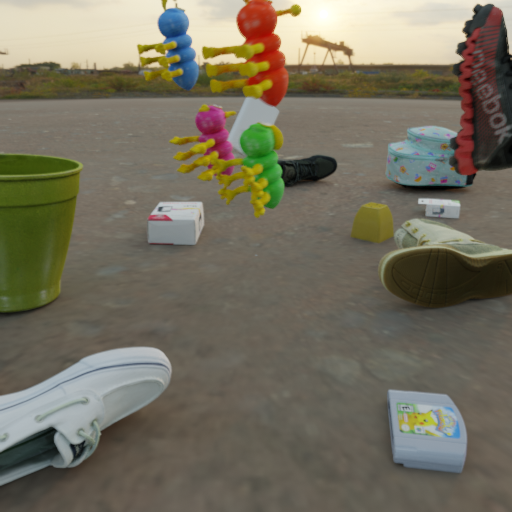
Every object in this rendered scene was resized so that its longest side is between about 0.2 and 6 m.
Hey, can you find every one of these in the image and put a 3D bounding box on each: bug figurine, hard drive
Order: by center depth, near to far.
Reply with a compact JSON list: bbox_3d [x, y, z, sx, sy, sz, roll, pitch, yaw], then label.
[{"bbox_3d":[-0.464,-2.150,7.698,0.947,2.854,3.681,-22,30,-23],"label":"bug figurine"},{"bbox_3d":[-0.078,-3.037,13.215,0.938,1.422,0.190,30,-10,-38],"label":"hard drive"}]

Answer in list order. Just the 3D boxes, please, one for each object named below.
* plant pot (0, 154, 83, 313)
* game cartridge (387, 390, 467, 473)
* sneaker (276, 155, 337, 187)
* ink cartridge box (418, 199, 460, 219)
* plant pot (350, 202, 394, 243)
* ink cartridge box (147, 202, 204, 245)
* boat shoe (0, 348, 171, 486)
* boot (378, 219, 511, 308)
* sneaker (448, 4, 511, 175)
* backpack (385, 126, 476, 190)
[{"bbox_3d":[-3.651,-0.339,8.264,2.138,2.059,2.138,3,16,-1],"label":"plant pot"},{"bbox_3d":[1.679,1.687,5.519,0.710,0.215,1.065,6,21,7],"label":"game cartridge"},{"bbox_3d":[1.316,-2.407,16.015,2.054,0.785,1.176,-2,21,3],"label":"sneaker"},{"bbox_3d":[4.243,-1.109,13.052,0.920,0.310,0.539,6,21,16],"label":"ink cartridge box"},{"bbox_3d":[2.390,-0.710,11.412,0.666,0.682,0.662,17,26,37],"label":"plant pot"},{"bbox_3d":[-1.636,-0.686,11.517,0.975,0.566,1.321,0,22,1],"label":"ink cartridge box"},{"bbox_3d":[-1.788,1.594,5.134,2.339,0.860,0.781,-18,44,-25],"label":"boat shoe"},{"bbox_3d":[2.738,0.007,9.083,2.570,0.926,1.988,-1,20,-21],"label":"boot"},{"bbox_3d":[3.480,-2.312,8.031,1.209,2.475,0.875,12,35,33],"label":"sneaker"},{"bbox_3d":[4.730,-2.682,15.498,2.199,1.686,1.933,-9,26,-5],"label":"backpack"}]
